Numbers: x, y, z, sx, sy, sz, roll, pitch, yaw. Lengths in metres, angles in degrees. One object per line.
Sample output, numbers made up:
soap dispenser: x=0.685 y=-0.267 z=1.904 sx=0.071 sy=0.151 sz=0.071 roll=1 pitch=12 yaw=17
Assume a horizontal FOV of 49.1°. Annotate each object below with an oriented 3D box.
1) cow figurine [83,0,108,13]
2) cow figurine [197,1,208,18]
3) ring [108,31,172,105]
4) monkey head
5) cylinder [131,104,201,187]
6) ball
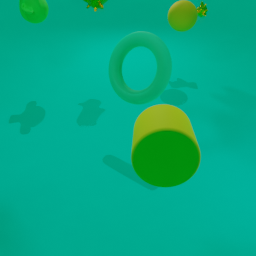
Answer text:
cow figurine: x=-0.984 y=-4.455 z=8.626 sx=0.816 sy=1.462 sz=1.486 roll=29 pitch=9 yaw=12
cow figurine: x=2.353 y=-4.218 z=10.338 sx=1.054 sy=0.578 sz=1.037 roll=-11 pitch=-2 yaw=-29
ring: x=0.251 y=-1.429 z=6.747 sx=1.731 sy=1.731 sz=0.346 roll=25 pitch=18 yaw=29
monkey head: x=-3.029 y=-3.786 z=8.493 sx=1.239 sy=1.038 sz=1.722 roll=16 pitch=10 yaw=-14
cylinder: x=0.561 y=0.248 z=4.385 sx=0.984 sy=0.984 sz=0.984 roll=2 pitch=25 yaw=3
ball: x=1.872 y=-3.836 z=9.613 sx=1.006 sy=1.006 sz=1.006 roll=0 pitch=38 yaw=0
